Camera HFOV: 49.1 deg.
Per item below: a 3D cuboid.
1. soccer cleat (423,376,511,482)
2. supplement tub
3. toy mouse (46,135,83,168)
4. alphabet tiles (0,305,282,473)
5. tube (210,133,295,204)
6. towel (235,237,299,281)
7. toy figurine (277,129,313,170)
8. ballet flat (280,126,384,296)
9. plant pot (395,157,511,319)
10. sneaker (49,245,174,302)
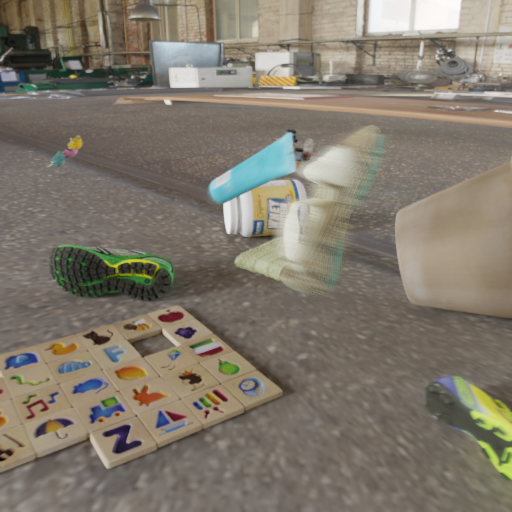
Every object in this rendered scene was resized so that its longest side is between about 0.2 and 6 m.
[{"bbox_3d":[2.683,1.876,6.188,0.778,0.601,1.860,-9,23,-24],"label":"soccer cleat"},{"bbox_3d":[0.187,-1.073,12.706,1.729,1.250,1.250,-5,22,-11],"label":"supplement tub"},{"bbox_3d":[-4.052,-2.151,11.927,1.023,0.223,1.151,-41,15,11],"label":"toy mouse"},{"bbox_3d":[-1.914,1.672,7.356,3.502,0.132,2.927,-14,26,-31],"label":"alphabet tiles"},{"bbox_3d":[-0.038,-1.052,7.081,0.338,0.519,1.341,5,-20,-45],"label":"tube"},{"bbox_3d":[0.551,0.000,11.266,1.320,0.325,1.780,16,27,37],"label":"towel"},{"bbox_3d":[0.747,-2.143,11.453,0.735,0.520,0.747,23,-22,-22],"label":"toy figurine"},{"bbox_3d":[0.723,-0.513,5.865,0.726,1.927,0.654,15,9,-24],"label":"ballet flat"},{"bbox_3d":[3.636,-0.142,9.056,2.407,2.774,2.774,-9,16,25],"label":"plant pot"},{"bbox_3d":[-2.594,0.276,10.086,2.307,0.900,0.983,11,15,3],"label":"sneaker"}]
